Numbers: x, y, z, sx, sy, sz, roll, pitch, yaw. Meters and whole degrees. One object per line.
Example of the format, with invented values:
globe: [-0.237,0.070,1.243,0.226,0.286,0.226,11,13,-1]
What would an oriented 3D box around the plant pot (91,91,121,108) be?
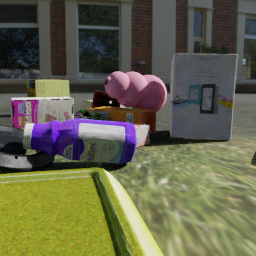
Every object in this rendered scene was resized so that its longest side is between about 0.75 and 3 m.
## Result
plant pot: [-0.839,-0.852,11.650,1.151,1.150,1.015,12,4,5]

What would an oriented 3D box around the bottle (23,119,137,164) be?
bottle: [-0.897,0.235,5.382,2.071,0.865,0.676,5,48,-10]

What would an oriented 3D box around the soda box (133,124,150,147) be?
soda box: [-0.093,0.239,6.942,0.491,0.529,1.546,8,12,40]

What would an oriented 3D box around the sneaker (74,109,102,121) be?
sneaker: [-1.642,-0.271,9.400,1.791,0.763,0.699,4,7,19]

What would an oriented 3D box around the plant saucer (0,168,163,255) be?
plant saucer: [-1.014,0.942,2.024,2.825,0.677,2.829,-2,10,-13]

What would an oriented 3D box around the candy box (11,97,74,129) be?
candy box: [-2.507,-0.308,8.287,1.731,1.181,0.528,-4,14,-26]

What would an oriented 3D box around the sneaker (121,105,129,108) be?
sneaker: [0.412,-0.594,11.199,1.329,0.829,2.254,-6,19,-1]

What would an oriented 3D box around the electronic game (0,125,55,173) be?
electronic game: [-2.344,0.375,5.465,1.838,0.383,1.838,19,13,-4]

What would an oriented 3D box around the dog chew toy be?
dog chew toy: [0.219,-1.263,9.472,2.245,1.398,1.398,14,0,-34]

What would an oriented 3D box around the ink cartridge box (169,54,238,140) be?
ink cartridge box: [2.178,-0.961,8.578,1.740,2.383,1.749,2,9,7]

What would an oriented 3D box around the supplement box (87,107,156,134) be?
supplement box: [-0.273,-0.280,9.460,2.404,0.827,0.800,9,12,36]

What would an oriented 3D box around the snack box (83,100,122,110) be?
snack box: [-1.022,-1.017,14.188,1.764,0.708,2.091,-2,7,-37]

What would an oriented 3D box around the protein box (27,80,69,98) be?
protein box: [-4.150,-1.609,14.605,1.803,1.790,1.217,-7,11,-38]
